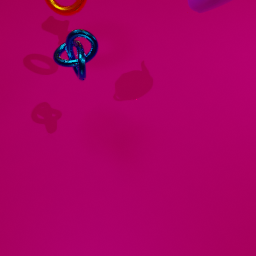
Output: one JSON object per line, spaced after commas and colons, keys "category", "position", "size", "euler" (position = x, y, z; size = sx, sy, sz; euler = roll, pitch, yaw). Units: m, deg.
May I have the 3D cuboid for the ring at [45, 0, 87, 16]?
{"category": "ring", "position": [-1.571, -3.428, 6.973], "size": [1.194, 0.239, 1.194], "euler": [3, 114, 8]}

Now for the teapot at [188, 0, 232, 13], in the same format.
{"category": "teapot", "position": [1.840, -3.124, 6.142], "size": [1.173, 1.886, 0.924], "euler": [-18, 102, 16]}

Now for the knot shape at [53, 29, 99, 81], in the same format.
{"category": "knot shape", "position": [-1.233, -1.675, 6.346], "size": [1.051, 0.519, 1.124], "euler": [19, 108, 28]}
